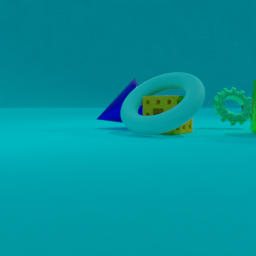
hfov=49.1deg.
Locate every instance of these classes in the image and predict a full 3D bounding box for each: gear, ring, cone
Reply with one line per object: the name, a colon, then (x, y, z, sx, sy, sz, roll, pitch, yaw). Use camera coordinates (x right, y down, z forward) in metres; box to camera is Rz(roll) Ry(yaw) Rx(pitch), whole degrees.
gear: (3.156, -0.654, 8.412, 1.196, 1.196, 0.221, 0, -26, -5)
ring: (0.785, -0.628, 6.654, 2.069, 0.414, 2.069, -19, 36, 14)
cone: (-0.249, -0.511, 8.395, 1.525, 1.519, 1.519, -19, 2, 9)

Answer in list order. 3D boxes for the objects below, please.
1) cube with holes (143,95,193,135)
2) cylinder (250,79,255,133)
cube with holes: (1.011, -0.338, 7.072, 0.916, 0.916, 0.916, 4, 6, 40)
cylinder: (3.524, -0.511, 6.452, 1.250, 1.250, 1.250, -1, 10, 0)
